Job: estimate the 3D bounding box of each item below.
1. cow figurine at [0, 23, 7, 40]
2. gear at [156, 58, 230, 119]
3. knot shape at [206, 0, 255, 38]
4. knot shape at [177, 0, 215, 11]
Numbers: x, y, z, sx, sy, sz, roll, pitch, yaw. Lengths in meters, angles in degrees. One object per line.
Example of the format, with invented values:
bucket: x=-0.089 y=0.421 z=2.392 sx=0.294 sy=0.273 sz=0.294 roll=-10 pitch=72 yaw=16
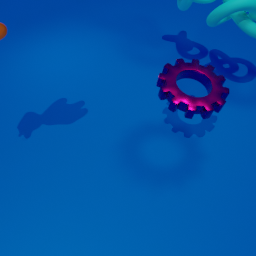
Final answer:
cow figurine: x=-3.060 y=-1.334 z=4.652 sx=1.719 sy=0.959 sz=1.747 roll=-40 pitch=18 yaw=-34
gear: x=1.501 y=-0.950 z=6.536 sx=1.630 sy=0.302 sz=1.630 roll=4 pitch=56 yaw=-6
knot shape: x=2.870 y=-2.972 z=7.174 sx=1.853 sy=0.915 sz=1.980 roll=-17 pitch=44 yaw=-30
knot shape: x=1.689 y=-4.056 z=7.840 sx=0.941 sy=2.036 sz=1.906 roll=-41 pitch=61 yaw=10
